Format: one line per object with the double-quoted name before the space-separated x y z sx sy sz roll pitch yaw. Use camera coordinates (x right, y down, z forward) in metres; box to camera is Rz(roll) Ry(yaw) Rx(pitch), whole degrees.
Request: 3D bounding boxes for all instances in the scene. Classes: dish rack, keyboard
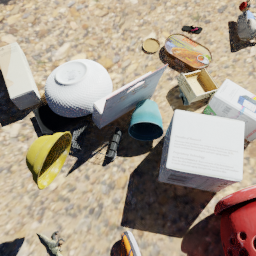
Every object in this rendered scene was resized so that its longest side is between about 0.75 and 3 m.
"dish rack" -1.239 0.425 11.048 1.820 0.496 1.396 13 68 7
"keyboard" -2.410 -0.955 11.612 2.960 0.380 1.777 -25 71 -10

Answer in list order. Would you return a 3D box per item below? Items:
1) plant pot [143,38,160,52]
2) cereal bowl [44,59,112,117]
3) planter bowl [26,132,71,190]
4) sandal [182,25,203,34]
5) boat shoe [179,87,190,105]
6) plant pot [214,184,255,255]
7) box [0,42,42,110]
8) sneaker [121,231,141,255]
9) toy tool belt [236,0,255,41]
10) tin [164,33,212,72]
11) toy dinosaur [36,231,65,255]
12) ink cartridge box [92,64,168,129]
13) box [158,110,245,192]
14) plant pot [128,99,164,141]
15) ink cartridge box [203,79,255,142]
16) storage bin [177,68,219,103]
"plant pot" 1.075 -3.779 12.834 0.798 0.110 0.798 0 70 0
"cereal bowl" -2.057 -1.805 11.115 2.748 1.145 2.748 -5 52 7
"planter bowl" -2.085 0.693 7.019 0.651 1.562 1.562 23 71 8
"sandal" 3.021 -4.661 13.110 0.963 0.217 0.362 9 69 3
"boat shoe" 2.315 -1.365 11.793 0.285 0.336 0.923 -19 75 -11
"plant pot" 4.210 3.241 8.847 2.743 2.743 2.497 -14 61 -5
"box" -4.541 -2.149 11.651 0.968 1.182 2.489 -22 70 -8
"sneaker" -0.210 4.899 8.989 1.594 1.103 2.845 -12 69 -6
"toy tool belt" 5.604 -4.830 12.866 1.090 1.107 1.774 15 70 -28
"tin" 2.655 -3.370 12.514 2.242 0.469 1.255 35 77 12
"toy dinosaur" -2.578 3.979 9.772 1.406 0.334 0.619 41 81 18
"ink cartridge box" -0.005 -1.306 10.423 2.751 2.424 0.615 -32 75 -22
"box" 2.456 0.899 9.822 2.404 2.392 2.060 9 69 4
"plant pot" 0.717 -0.375 10.949 1.347 1.347 1.265 4 57 1
"ink cartridge box" 4.280 -0.628 10.813 2.237 1.625 0.979 36 73 13
"storage bin" 2.884 -1.818 11.636 1.281 0.600 1.272 -18 69 -25
